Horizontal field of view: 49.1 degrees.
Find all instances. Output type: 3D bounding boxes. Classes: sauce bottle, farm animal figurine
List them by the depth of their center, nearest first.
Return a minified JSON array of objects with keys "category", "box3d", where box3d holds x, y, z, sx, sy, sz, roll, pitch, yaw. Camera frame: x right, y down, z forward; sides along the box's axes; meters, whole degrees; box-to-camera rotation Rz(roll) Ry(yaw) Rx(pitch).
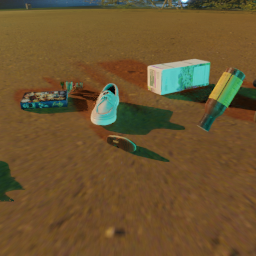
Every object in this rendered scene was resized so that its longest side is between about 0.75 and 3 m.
[{"category":"sauce bottle","box3d":[2.042,-0.624,6.281,0.476,1.472,0.476,31,7,-4]},{"category":"farm animal figurine","box3d":[-1.947,-1.396,9.762,0.655,0.408,0.811,3,3,38]}]

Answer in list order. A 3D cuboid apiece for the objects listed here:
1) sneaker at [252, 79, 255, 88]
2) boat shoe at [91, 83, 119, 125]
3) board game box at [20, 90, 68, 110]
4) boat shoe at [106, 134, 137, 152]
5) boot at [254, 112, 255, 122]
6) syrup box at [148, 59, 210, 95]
[{"category":"sneaker","box3d":[5.075,-1.493,10.012,1.158,0.382,0.454,20,16,37]},{"category":"boat shoe","box3d":[-0.600,-0.753,8.139,0.732,0.697,2.034,5,28,10]},{"category":"board game box","box3d":[-2.638,-0.913,8.949,1.382,0.239,0.936,-4,27,-9]},{"category":"boat shoe","box3d":[-0.103,0.309,6.527,0.842,0.311,0.311,20,28,34]},{"category":"boot","box3d":[4.679,-0.115,6.989,2.067,0.825,2.274,-16,38,-25]},{"category":"syrup box","box3d":[1.820,-1.869,10.029,2.193,0.863,0.893,-14,27,-25]}]
